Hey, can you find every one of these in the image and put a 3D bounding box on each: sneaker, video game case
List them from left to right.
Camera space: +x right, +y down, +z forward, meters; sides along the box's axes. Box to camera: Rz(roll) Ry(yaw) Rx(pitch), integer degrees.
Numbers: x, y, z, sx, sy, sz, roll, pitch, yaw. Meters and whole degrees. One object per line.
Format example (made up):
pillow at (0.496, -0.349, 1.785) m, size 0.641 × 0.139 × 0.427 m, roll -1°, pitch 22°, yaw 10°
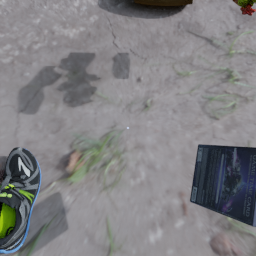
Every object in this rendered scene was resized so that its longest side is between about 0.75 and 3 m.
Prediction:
sneaker at (-2.378, 1.418, 5.897) m, size 0.788 × 0.921 × 2.223 m, roll 1°, pitch 62°, yaw -1°
video game case at (1.307, 0.699, 3.828) m, size 0.122 × 1.286 × 0.919 m, roll 12°, pitch 85°, yaw -21°

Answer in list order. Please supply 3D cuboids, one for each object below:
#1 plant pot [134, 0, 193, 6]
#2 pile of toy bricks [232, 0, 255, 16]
plant pot at (1.016, -4.602, 8.799) m, size 1.809 × 1.686 × 1.686 m, roll -8°, pitch 62°, yaw 9°
pile of toy bricks at (2.460, -2.809, 5.099) m, size 1.614 × 2.910 × 1.436 m, roll 21°, pitch 86°, yaw -26°
